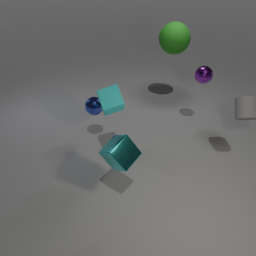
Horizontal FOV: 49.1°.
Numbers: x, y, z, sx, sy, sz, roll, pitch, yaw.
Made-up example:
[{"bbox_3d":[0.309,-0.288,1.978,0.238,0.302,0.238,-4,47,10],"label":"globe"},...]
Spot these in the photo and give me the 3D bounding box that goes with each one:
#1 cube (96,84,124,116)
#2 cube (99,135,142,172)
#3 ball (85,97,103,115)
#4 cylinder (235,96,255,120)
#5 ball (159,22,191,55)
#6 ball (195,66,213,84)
[{"bbox_3d":[-0.553,-0.889,9.022,0.700,0.700,0.700,-20,-11,-4],"label":"cube"},{"bbox_3d":[-0.212,0.663,7.468,0.700,0.700,0.700,-47,20,-24],"label":"cube"},{"bbox_3d":[-1.259,-0.822,10.475,0.700,0.700,0.700,0,32,0],"label":"ball"},{"bbox_3d":[3.771,-0.624,8.908,0.700,0.700,0.700,1,-4,0],"label":"cylinder"},{"bbox_3d":[2.082,-4.007,12.518,1.400,1.400,1.400,0,32,0],"label":"ball"},{"bbox_3d":[2.970,-2.084,10.973,0.700,0.700,0.700,0,32,0],"label":"ball"}]
